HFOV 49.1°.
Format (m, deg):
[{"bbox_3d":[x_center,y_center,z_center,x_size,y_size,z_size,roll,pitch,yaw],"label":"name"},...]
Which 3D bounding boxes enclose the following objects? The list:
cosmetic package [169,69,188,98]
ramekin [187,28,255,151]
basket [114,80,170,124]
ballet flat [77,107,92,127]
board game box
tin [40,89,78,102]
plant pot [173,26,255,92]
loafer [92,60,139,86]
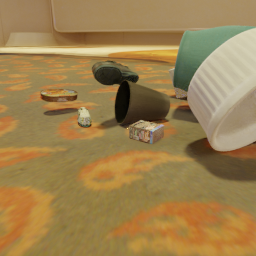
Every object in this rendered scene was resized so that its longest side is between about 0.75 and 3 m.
[{"bbox_3d":[3.033,-2.323,12.518,1.052,1.334,2.480,-9,11,45],"label":"cosmetic package"},{"bbox_3d":[2.742,-0.846,6.382,2.813,2.813,1.371,-11,53,-27],"label":"ramekin"},{"bbox_3d":[0.486,-0.756,9.009,1.540,1.388,1.047,4,17,-28],"label":"basket"},{"bbox_3d":[-1.442,-0.424,9.101,0.463,0.463,1.288,-5,19,-13],"label":"ballet flat"},{"bbox_3d":[0.510,0.102,7.749,0.771,0.373,0.615,13,24,33],"label":"board game box"},{"bbox_3d":[-2.460,-1.168,10.043,1.338,0.280,0.749,-6,24,-31],"label":"tin"},{"bbox_3d":[3.017,-2.038,9.292,2.712,2.887,2.887,14,23,15],"label":"plant pot"},{"bbox_3d":[-0.462,-1.746,8.769,2.028,0.729,0.638,2,48,-54],"label":"loafer"}]
